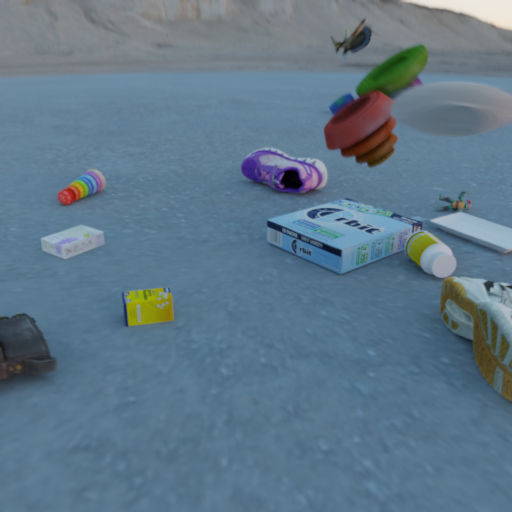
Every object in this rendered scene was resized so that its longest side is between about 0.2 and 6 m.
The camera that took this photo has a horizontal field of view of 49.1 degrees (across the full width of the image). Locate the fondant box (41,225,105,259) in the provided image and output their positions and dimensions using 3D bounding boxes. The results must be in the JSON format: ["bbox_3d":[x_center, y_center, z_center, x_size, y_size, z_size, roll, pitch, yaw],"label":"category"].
[{"bbox_3d":[-3.804,-0.305,11.658,0.745,0.301,1.033,16,29,32],"label":"fondant box"}]

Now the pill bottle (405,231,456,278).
[{"bbox_3d":[3.304,-0.021,10.600,0.619,0.619,1.102,-4,23,-8],"label":"pill bottle"}]

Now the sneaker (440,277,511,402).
[{"bbox_3d":[3.564,0.983,7.748,1.208,1.042,2.755,0,24,-2],"label":"sneaker"}]

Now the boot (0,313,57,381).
[{"bbox_3d":[-4.204,1.230,7.632,2.300,0.915,2.642,-13,30,-40],"label":"boot"}]

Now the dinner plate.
[{"bbox_3d":[2.896,-2.066,8.261,1.748,0.212,1.748,8,-8,1],"label":"dinner plate"}]

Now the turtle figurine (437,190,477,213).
[{"bbox_3d":[4.930,-1.253,13.723,0.896,0.451,0.670,7,65,19],"label":"turtle figurine"}]

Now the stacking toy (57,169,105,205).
[{"bbox_3d":[-4.666,-1.759,14.733,0.643,0.643,1.506,10,30,22],"label":"stacking toy"}]

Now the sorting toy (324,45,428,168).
[{"bbox_3d":[2.312,-2.598,10.420,1.742,1.190,2.899,-8,36,55],"label":"sorting toy"}]

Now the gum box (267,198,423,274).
[{"bbox_3d":[1.850,-0.499,11.780,2.509,0.559,2.132,-18,29,-36],"label":"gum box"}]

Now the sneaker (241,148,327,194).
[{"bbox_3d":[0.602,-2.264,15.428,2.560,1.030,1.132,14,35,27],"label":"sneaker"}]

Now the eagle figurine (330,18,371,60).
[{"bbox_3d":[2.005,-4.537,11.701,0.807,0.613,0.609,-19,2,11],"label":"eagle figurine"}]

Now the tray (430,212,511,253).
[{"bbox_3d":[4.905,-0.494,12.194,1.093,0.226,2.036,-13,26,-29],"label":"tray"}]

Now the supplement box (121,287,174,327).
[{"bbox_3d":[-1.729,0.806,8.924,0.769,0.421,0.419,-6,24,-14],"label":"supplement box"}]
